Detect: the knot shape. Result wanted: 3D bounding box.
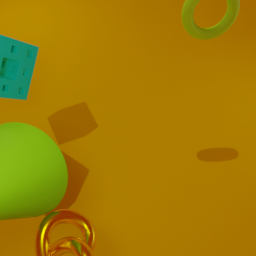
[{"bbox_3d":[-0.942,1.814,4.057,1.393,0.643,1.303,-7,48,19],"label":"knot shape"}]

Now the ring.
[{"bbox_3d":[1.631,-2.305,5.546,1.159,1.159,0.232,-6,44,-4],"label":"ring"}]

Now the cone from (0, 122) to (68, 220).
[{"bbox_3d":[-1.797,0.824,3.583,1.542,1.548,1.542,2,103,11],"label":"cone"}]

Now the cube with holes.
[{"bbox_3d":[-2.628,-1.261,5.395,1.099,1.099,1.099,22,101,26],"label":"cube with holes"}]
